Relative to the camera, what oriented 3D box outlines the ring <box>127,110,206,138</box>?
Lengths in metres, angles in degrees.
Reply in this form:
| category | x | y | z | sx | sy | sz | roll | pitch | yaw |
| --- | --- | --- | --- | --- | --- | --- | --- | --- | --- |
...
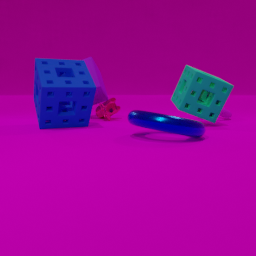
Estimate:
| category | x | y | z | sx | sy | sz | roll | pitch | yaw |
| --- | --- | --- | --- | --- | --- | --- | --- | --- | --- |
| ring | 0.827 | -0.098 | 6.120 | 1.704 | 0.341 | 1.704 | 11 | 2 | 0 |

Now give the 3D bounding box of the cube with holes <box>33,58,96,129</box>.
| category | x | y | z | sx | sy | sz | roll | pitch | yaw |
| --- | --- | --- | --- | --- | --- | --- | --- | --- | --- |
| cube with holes | -1.815 | -0.960 | 7.772 | 1.363 | 1.363 | 1.363 | -3 | 44 | -24 |

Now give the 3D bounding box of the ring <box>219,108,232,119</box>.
| category | x | y | z | sx | sy | sz | roll | pitch | yaw |
| --- | --- | --- | --- | --- | --- | --- | --- | --- | --- |
| ring | 3.205 | -0.731 | 10.334 | 1.317 | 0.263 | 1.317 | 24 | 15 | -7 |

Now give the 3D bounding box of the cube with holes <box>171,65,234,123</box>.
| category | x | y | z | sx | sy | sz | roll | pitch | yaw |
| --- | --- | --- | --- | --- | --- | --- | --- | --- | --- |
| cube with holes | 2.133 | -1.029 | 8.294 | 1.164 | 1.164 | 1.164 | 19 | 19 | -9 |

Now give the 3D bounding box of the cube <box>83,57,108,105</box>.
| category | x | y | z | sx | sy | sz | roll | pitch | yaw |
| --- | --- | --- | --- | --- | --- | --- | --- | --- | --- |
| cube | -1.645 | -1.643 | 10.612 | 1.303 | 1.303 | 1.303 | -19 | -18 | 4 |

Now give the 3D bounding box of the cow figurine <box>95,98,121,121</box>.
| category | x | y | z | sx | sy | sz | roll | pitch | yaw |
| --- | --- | --- | --- | --- | --- | --- | --- | --- | --- |
| cow figurine | -0.800 | -0.635 | 10.107 | 1.260 | 0.691 | 1.239 | -23 | 11 | 39 |
